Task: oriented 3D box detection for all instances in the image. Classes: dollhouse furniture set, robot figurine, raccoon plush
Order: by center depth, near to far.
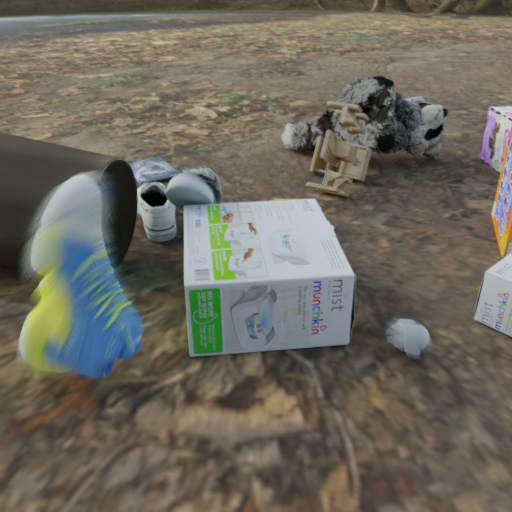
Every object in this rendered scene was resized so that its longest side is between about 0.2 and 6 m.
[{"bbox_3d":[1.802,0.947,6.587,0.525,0.296,0.445,9,57,-15],"label":"robot figurine"},{"bbox_3d":[1.469,-2.033,11.001,1.129,1.594,1.735,16,5,24],"label":"dollhouse furniture set"},{"bbox_3d":[2.625,-3.031,12.935,2.330,1.682,3.477,5,6,-45],"label":"raccoon plush"}]

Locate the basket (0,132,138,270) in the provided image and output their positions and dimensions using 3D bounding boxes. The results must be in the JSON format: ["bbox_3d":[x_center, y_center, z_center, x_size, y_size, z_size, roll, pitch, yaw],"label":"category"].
[{"bbox_3d":[-3.482,-0.808,8.337,3.009,2.046,2.713,9,29,8],"label":"basket"}]

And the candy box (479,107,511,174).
[{"bbox_3d":[5.421,-2.432,11.989,0.513,1.202,1.433,-2,28,-4],"label":"candy box"}]

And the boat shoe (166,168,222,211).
[{"bbox_3d":[-0.851,-1.009,8.556,0.698,0.645,1.889,5,-10,14],"label":"boat shoe"}]

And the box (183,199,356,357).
[{"bbox_3d":[0.052,0.151,7.395,1.983,1.086,2.247,-4,29,-7],"label":"box"}]

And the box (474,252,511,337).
[{"bbox_3d":[3.868,0.483,7.098,1.643,0.794,1.449,-25,37,-38],"label":"box"}]

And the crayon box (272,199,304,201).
[{"bbox_3d":[0.344,-0.730,9.554,0.788,0.315,1.241,5,20,45],"label":"crayon box"}]

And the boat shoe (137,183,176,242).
[{"bbox_3d":[-1.748,-0.977,9.881,0.749,0.680,2.036,-10,30,-18],"label":"boat shoe"}]

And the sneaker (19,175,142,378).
[{"bbox_3d":[-1.600,0.332,5.665,1.204,2.292,0.868,22,32,-2],"label":"sneaker"}]

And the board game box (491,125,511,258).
[{"bbox_3d":[4.857,-0.999,8.824,1.724,1.722,1.723,7,30,13],"label":"board game box"}]

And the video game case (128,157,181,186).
[{"bbox_3d":[-2.239,-1.818,12.009,0.942,0.125,1.319,-16,33,-26],"label":"video game case"}]
